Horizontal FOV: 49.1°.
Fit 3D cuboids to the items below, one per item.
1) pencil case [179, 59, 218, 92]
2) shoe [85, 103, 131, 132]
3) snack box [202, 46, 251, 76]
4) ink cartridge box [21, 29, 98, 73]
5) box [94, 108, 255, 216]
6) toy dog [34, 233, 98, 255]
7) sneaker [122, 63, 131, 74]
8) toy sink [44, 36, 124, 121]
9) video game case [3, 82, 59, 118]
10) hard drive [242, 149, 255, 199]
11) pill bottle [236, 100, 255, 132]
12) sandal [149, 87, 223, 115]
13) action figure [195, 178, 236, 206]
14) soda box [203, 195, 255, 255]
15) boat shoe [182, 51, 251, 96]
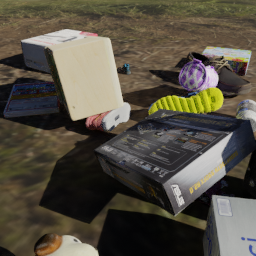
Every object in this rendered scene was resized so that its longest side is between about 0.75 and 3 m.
[{"bbox_3d":[2.153,-1.496,8.290,0.845,0.861,2.014,30,19,19],"label":"pencil case"},{"bbox_3d":[-0.497,-0.315,7.365,0.667,0.524,1.467,3,22,25],"label":"shoe"},{"bbox_3d":[3.934,-2.757,11.369,1.822,0.617,1.537,15,35,21],"label":"snack box"},{"bbox_3d":[-2.781,-3.293,11.792,1.930,1.123,2.649,18,37,28],"label":"ink cartridge box"},{"bbox_3d":[0.680,0.383,5.005,1.850,0.565,2.336,-31,22,-23],"label":"box"},{"bbox_3d":[-0.703,1.796,2.812,1.356,0.976,1.398,-21,34,22],"label":"toy dog"},{"bbox_3d":[-0.032,-2.407,11.061,0.306,0.342,0.835,-6,31,-9],"label":"sneaker"},{"bbox_3d":[-1.335,-1.499,7.688,1.480,1.722,2.641,-17,24,-13],"label":"toy sink"},{"bbox_3d":[-2.921,-0.958,8.776,1.513,0.185,2.116,-6,32,-10],"label":"video game case"},{"bbox_3d":[2.675,0.488,4.285,0.435,2.302,1.608,-10,31,-17],"label":"hard drive"},{"bbox_3d":[3.108,-0.297,7.294,0.565,0.565,0.993,11,32,17],"label":"pill bottle"},{"bbox_3d":[1.528,-0.563,7.716,2.027,0.806,0.882,-11,2,-9],"label":"sandal"},{"bbox_3d":[1.541,1.144,5.175,0.850,0.569,0.633,-12,-12,-41],"label":"action figure"},{"bbox_3d":[1.376,2.091,2.865,0.928,0.999,2.927,5,31,8],"label":"soda box"},{"bbox_3d":[2.885,-1.922,9.551,1.058,1.041,2.840,-20,36,-30],"label":"boat shoe"}]
